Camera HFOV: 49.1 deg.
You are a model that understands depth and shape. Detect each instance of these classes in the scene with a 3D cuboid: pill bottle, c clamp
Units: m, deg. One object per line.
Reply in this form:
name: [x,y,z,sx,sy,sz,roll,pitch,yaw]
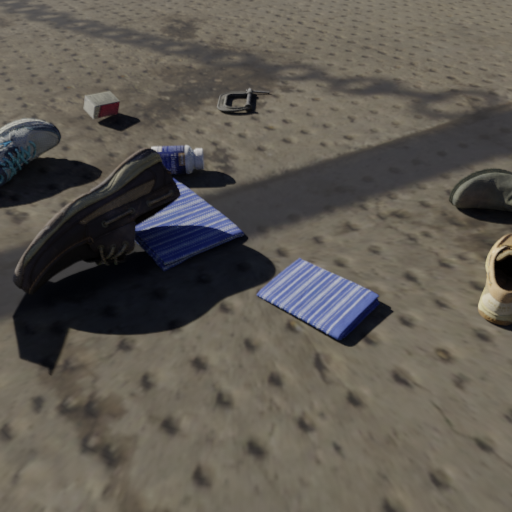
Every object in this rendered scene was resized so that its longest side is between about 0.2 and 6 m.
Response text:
pill bottle: [-1.600,-1.948,11.405,1.042,0.578,0.578,-3,38,-3]
c clamp: [-0.361,-3.999,14.348,1.257,0.199,1.472,5,38,6]

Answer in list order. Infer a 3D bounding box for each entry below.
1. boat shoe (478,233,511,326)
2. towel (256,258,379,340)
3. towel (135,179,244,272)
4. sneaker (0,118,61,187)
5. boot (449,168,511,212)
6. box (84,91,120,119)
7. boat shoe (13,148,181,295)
boat shoe: [3.937,0.185,8.592,0.741,0.671,2.080,16,41,19]
towel: [0.945,0.634,8.473,1.546,0.184,1.120,26,47,32]
towel: [-1.571,-0.643,10.063,1.678,0.276,2.318,-25,46,-31]
sneaker: [-5.047,-1.896,11.260,2.498,0.970,1.078,-28,58,-22]
boot: [4.713,-0.930,10.062,2.114,0.716,1.381,-7,44,-7]
box: [-3.731,-3.644,13.536,0.709,0.386,0.453,-26,64,-39]
boat shoe: [-2.380,-0.444,8.861,1.140,1.159,3.111,45,67,-5]
